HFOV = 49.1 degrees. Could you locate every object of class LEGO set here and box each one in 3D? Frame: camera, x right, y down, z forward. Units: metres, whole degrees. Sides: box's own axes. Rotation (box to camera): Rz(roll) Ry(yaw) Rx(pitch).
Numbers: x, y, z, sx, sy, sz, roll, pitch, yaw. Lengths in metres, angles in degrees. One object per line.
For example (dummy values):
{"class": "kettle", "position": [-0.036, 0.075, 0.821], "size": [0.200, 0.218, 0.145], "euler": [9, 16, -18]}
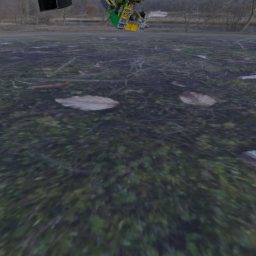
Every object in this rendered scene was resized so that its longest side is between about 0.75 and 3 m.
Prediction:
{"class": "LEGO set", "position": [0.073, -3.524, 7.773], "size": [1.075, 1.426, 1.855], "euler": [-3, 41, -34]}

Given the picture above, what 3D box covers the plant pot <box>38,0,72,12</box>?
{"class": "plant pot", "position": [-2.705, -4.943, 10.461], "size": [1.043, 1.041, 0.925], "euler": [8, 23, 34]}
